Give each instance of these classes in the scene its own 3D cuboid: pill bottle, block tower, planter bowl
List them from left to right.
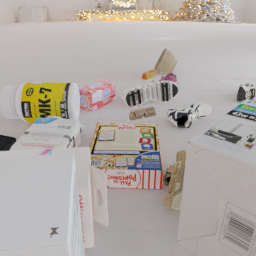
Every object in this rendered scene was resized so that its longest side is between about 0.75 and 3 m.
[{"bbox_3d":[-3.551,-1.054,11.593,2.899,1.657,1.657,0,27,0],"label":"pill bottle"},{"bbox_3d":[0.469,-0.466,9.002,0.872,0.252,0.235,-11,57,-11],"label":"block tower"},{"bbox_3d":[2.512,-4.182,18.115,1.068,1.587,1.587,27,27,-7],"label":"planter bowl"}]

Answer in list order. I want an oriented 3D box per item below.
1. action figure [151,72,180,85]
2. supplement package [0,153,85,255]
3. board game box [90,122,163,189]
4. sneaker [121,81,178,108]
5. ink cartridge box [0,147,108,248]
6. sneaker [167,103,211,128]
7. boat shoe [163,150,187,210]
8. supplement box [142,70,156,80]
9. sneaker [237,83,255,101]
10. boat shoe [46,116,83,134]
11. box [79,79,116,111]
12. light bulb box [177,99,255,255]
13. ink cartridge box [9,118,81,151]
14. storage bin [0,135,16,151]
[{"bbox_3d":[2.017,-2.598,15.929,1.454,1.082,0.974,-31,-5,-25],"label":"action figure"},{"bbox_3d":[-1.744,2.060,4.419,1.998,2.633,1.984,-3,27,-7],"label":"supplement package"},{"bbox_3d":[-0.091,0.744,9.125,2.268,0.693,2.994,2,27,3],"label":"board game box"},{"bbox_3d":[1.061,-1.785,13.791,2.982,1.120,1.209,-10,20,-19],"label":"sneaker"},{"bbox_3d":[-1.807,1.585,6.391,2.659,1.709,1.665,-2,26,-7],"label":"ink cartridge box"},{"bbox_3d":[2.608,-0.446,11.419,1.877,0.749,1.222,-3,29,-5],"label":"sneaker"},{"bbox_3d":[1.372,1.331,7.868,0.736,0.813,2.282,5,29,8],"label":"boat shoe"},{"bbox_3d":[1.321,-3.321,17.449,0.376,0.364,1.094,19,33,32],"label":"supplement box"},{"bbox_3d":[6.135,-1.809,14.043,0.917,0.768,2.072,19,33,36],"label":"sneaker"},{"bbox_3d":[-2.605,-0.003,10.773,1.713,0.614,0.581,14,28,12],"label":"boat shoe"},{"bbox_3d":[-1.480,-1.614,13.452,0.895,0.970,1.890,16,32,28],"label":"box"},{"bbox_3d":[2.590,1.163,6.059,1.726,2.741,2.765,24,37,37],"label":"light bulb box"},{"bbox_3d":[-2.631,0.658,9.052,1.564,0.915,2.696,3,27,6],"label":"ink cartridge box"},{"bbox_3d":[-4.509,0.778,8.976,1.700,0.797,1.149,9,29,16],"label":"storage bin"}]
